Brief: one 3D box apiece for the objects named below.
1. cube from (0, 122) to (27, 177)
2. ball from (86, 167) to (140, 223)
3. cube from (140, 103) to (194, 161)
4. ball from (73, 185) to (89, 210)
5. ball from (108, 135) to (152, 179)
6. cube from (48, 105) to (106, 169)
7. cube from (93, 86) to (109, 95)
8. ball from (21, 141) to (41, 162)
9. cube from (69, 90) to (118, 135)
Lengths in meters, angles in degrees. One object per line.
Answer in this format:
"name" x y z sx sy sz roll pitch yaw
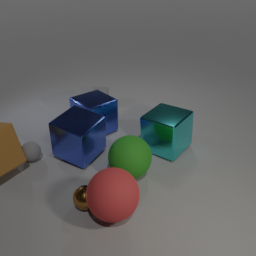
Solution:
"cube" -4.404 0.716 8.932 1.400 1.400 1.400 3 27 38
"ball" -0.395 1.737 7.319 1.400 1.400 1.400 0 32 0
"cube" 1.409 0.101 10.177 1.400 1.400 1.400 19 37 34
"ball" -1.209 1.968 7.935 0.700 0.700 0.700 0 32 0
"ball" 0.061 0.932 8.949 1.400 1.400 1.400 0 32 0
"cube" -1.701 0.274 9.727 1.400 1.400 1.400 20 39 21
"cube" -1.303 -1.510 13.425 0.700 0.700 0.700 2 41 2
"ball" -3.393 0.818 9.764 0.700 0.700 0.700 0 32 0
"cube" -1.357 -0.553 11.284 1.400 1.400 1.400 -23 37 -34
